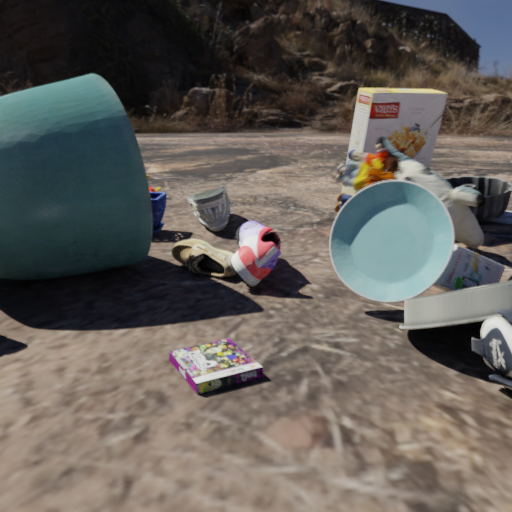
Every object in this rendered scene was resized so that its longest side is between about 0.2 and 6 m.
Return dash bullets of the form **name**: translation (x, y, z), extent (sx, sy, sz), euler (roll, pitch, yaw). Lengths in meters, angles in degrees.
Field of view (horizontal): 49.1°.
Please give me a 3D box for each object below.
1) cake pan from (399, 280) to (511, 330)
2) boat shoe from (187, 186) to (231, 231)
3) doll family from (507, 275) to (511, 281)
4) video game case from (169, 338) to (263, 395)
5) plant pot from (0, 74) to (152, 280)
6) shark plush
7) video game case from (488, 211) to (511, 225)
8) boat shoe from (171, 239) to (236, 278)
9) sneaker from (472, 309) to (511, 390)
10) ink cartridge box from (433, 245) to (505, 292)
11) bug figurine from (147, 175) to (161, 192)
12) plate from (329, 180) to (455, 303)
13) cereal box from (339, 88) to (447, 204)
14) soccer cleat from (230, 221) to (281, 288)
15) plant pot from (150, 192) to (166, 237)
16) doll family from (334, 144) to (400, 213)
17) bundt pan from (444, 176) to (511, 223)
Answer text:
- **cake pan**: translation (2.828, 0.592, 7.193), extent (2.021, 0.371, 2.021), euler (-10, -6, -1)
- **boat shoe**: translation (-1.118, -1.208, 14.213), extent (1.052, 0.915, 2.854), euler (-17, 10, -6)
- **doll family**: translation (4.134, 0.571, 7.978), extent (1.213, 0.823, 2.098), euler (12, 22, 21)
- **video game case**: translation (-0.490, 1.278, 6.597), extent (0.827, 0.163, 0.913), euler (-8, 18, -26)
- **plant pot**: translation (-3.808, -1.170, 9.673), extent (2.801, 3.490, 3.490), euler (-18, 22, -28)
- **shark plush**: translation (3.455, -1.268, 11.732), extent (3.043, 1.382, 1.267), euler (42, 21, 27)
- **video game case**: translation (6.265, -1.093, 14.962), extent (1.651, 0.149, 1.182), euler (13, 20, 39)
- **boat shoe**: translation (-1.011, 0.065, 10.222), extent (1.528, 0.551, 0.496), euler (17, 21, 31)
- **sneaker**: translation (2.830, 1.168, 5.560), extent (1.522, 0.933, 2.339), euler (10, 20, 34)
- **ink cartridge box**: translation (3.113, 0.270, 8.499), extent (0.892, 0.654, 0.651), euler (22, -1, -13)
- **bug figurine**: translation (-4.210, -1.998, 17.047), extent (2.315, 0.768, 2.985), euler (-11, 23, -17)
- **plate**: translation (1.977, -0.209, 8.259), extent (1.838, 1.838, 0.235), euler (9, -6, 29)
- **cereal box**: translation (3.344, -2.447, 13.896), extent (2.364, 3.286, 0.649), euler (-9, 30, -27)
- **soccer cleat**: translation (0.106, -0.212, 10.185), extent (0.861, 0.802, 2.351), euler (-38, 13, 15)
- **plant pot**: translation (-2.665, -0.970, 13.117), extent (1.022, 0.919, 1.022), euler (1, 15, 2)
- **doll family**: translation (2.281, -1.161, 11.443), extent (1.327, 2.138, 0.963), euler (18, 27, 35)
- **bundt pan**: translation (5.526, -1.435, 14.602), extent (2.177, 0.817, 2.177), euler (-5, 20, 2)
